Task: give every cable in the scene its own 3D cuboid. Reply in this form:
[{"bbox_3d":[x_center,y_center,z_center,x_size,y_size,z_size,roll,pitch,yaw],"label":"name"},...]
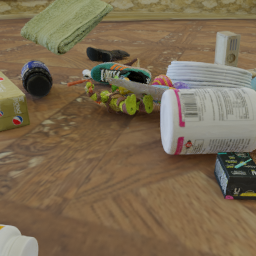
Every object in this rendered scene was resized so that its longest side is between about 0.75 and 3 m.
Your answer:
[{"bbox_3d":[2.602,-1.548,9.131,2.738,0.948,2.738,9,8,6],"label":"cable"}]

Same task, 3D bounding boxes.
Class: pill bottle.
[{"bbox_3d":[-1.974,1.666,3.721,1.407,0.769,0.769,3,27,8],"label":"pill bottle"},{"bbox_3d":[2.170,-0.167,6.509,2.665,1.510,1.510,-1,27,-2],"label":"pill bottle"},{"bbox_3d":[-3.328,-1.792,10.248,1.048,1.048,1.873,-9,28,-18],"label":"pill bottle"}]

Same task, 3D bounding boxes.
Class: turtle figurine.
[{"bbox_3d":[-0.395,-0.823,8.392,2.551,0.822,2.057,12,5,-40],"label":"turtle figurine"}]

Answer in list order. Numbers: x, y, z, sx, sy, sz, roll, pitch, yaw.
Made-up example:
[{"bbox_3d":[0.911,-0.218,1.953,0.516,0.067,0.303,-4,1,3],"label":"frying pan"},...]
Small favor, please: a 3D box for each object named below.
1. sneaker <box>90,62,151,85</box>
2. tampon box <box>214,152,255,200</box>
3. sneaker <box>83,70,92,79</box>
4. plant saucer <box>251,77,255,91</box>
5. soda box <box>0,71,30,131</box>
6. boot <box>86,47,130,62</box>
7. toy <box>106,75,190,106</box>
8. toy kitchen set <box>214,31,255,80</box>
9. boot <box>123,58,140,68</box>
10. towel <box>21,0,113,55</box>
[{"bbox_3d":[-0.335,-2.023,10.894,2.455,0.876,0.981,5,23,7],"label":"sneaker"},{"bbox_3d":[2.121,0.913,5.458,0.642,0.541,0.857,1,27,2],"label":"tampon box"},{"bbox_3d":[-1.821,-2.342,12.194,0.765,0.282,0.442,24,32,36],"label":"sneaker"},{"bbox_3d":[4.205,-1.283,8.840,2.371,0.457,2.371,-37,0,0],"label":"plant saucer"},{"bbox_3d":[-3.993,-0.916,8.642,0.993,0.938,2.931,-17,31,-30],"label":"soda box"},{"bbox_3d":[-1.089,-4.020,15.238,1.955,0.677,1.702,24,31,27],"label":"boot"},{"bbox_3d":[0.944,-1.120,8.146,2.882,0.680,1.659,11,-9,11],"label":"toy"},{"bbox_3d":[4.616,-2.344,10.152,2.332,2.104,1.903,-7,28,-5],"label":"toy kitchen set"},{"bbox_3d":[-0.093,-2.899,12.995,1.244,0.541,1.495,0,30,-3],"label":"boot"},{"bbox_3d":[-1.866,-3.313,8.527,1.869,0.460,2.519,30,66,23],"label":"towel"}]
